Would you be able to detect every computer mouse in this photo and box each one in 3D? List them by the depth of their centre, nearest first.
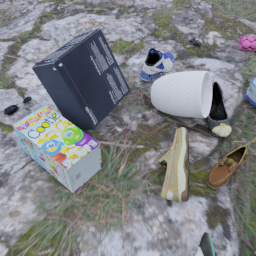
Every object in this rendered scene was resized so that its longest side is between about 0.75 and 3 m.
[{"bbox_3d":[-4.643,-0.934,11.889,0.407,0.237,1.390,18,43,35],"label":"computer mouse"}]

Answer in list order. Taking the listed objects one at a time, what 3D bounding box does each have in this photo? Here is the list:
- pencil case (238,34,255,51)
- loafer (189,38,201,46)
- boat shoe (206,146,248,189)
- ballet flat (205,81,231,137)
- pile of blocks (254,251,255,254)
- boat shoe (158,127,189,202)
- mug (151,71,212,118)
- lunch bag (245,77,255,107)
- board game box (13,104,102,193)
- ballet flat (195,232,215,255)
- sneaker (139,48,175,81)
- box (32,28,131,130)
[{"bbox_3d":[6.706,-4.451,14.688,1.656,0.751,0.776,7,50,3],"label":"pencil case"},{"bbox_3d":[3.622,-4.588,15.117,0.304,0.306,0.841,-28,44,-13],"label":"loafer"},{"bbox_3d":[3.381,1.253,9.564,0.714,0.674,1.984,36,57,28],"label":"boat shoe"},{"bbox_3d":[3.551,-0.779,11.316,0.926,0.792,2.787,0,48,0],"label":"ballet flat"},{"bbox_3d":[3.867,3.795,7.444,0.561,0.425,1.368,0,48,0],"label":"pile of blocks"},{"bbox_3d":[1.539,1.113,9.560,1.074,1.010,2.819,-1,47,15],"label":"boat shoe"},{"bbox_3d":[2.223,-1.396,11.373,2.111,1.778,2.408,5,14,29],"label":"mug"},{"bbox_3d":[6.557,-1.415,11.712,2.943,1.112,2.358,-25,55,-22],"label":"lunch bag"},{"bbox_3d":[-2.372,0.640,9.595,2.743,1.438,1.413,33,55,25],"label":"board game box"},{"bbox_3d":[2.106,3.744,7.362,0.672,0.668,1.965,-11,48,1],"label":"ballet flat"},{"bbox_3d":[1.484,-3.151,13.046,0.886,1.266,2.192,39,56,20],"label":"sneaker"},{"bbox_3d":[-1.637,-1.816,10.673,1.479,2.841,2.587,1,39,42],"label":"box"}]
